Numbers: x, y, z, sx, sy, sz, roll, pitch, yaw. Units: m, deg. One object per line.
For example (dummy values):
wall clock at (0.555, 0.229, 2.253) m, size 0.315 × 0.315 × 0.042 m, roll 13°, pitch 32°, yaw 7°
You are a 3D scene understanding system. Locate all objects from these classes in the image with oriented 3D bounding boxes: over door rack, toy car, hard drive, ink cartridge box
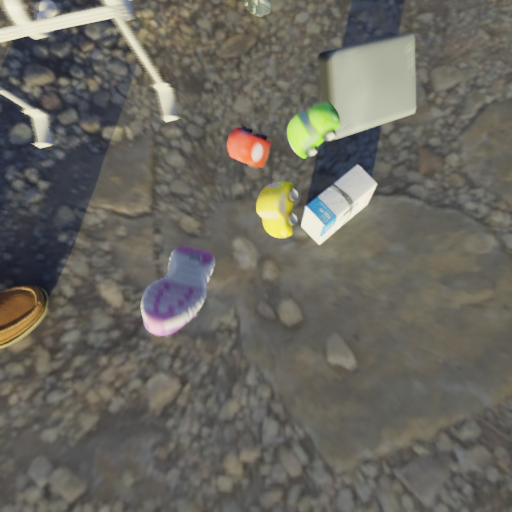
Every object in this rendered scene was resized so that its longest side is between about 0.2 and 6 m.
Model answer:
over door rack at (-2.485, -2.590, 7.261) m, size 2.232 × 3.021 × 1.006 m, roll -11°, pitch 77°, yaw 2°
toy car at (0.241, -0.933, 5.032) m, size 0.282 × 1.189 × 1.264 m, roll -1°, pitch 59°, yaw -47°
hard drive at (1.324, -1.984, 6.511) m, size 1.345 × 0.939 × 0.221 m, roll -23°, pitch 28°, yaw -29°
ink cartridge box at (1.321, -0.823, 9.081) m, size 1.149 × 0.841 × 0.493 m, roll -38°, pitch 75°, yaw -12°

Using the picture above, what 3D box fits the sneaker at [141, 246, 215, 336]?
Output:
sneaker at (-0.917, 0.531, 6.700) m, size 0.649 × 0.713 × 1.613 m, roll 16°, pitch 28°, yaw 2°

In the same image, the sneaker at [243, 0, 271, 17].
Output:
sneaker at (0.055, -5.508, 10.759) m, size 0.851 × 0.765 × 1.972 m, roll -14°, pitch 72°, yaw -8°

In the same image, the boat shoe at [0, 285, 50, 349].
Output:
boat shoe at (-4.352, 1.059, 8.452) m, size 2.364 × 0.804 × 0.851 m, roll -24°, pitch 73°, yaw -8°
